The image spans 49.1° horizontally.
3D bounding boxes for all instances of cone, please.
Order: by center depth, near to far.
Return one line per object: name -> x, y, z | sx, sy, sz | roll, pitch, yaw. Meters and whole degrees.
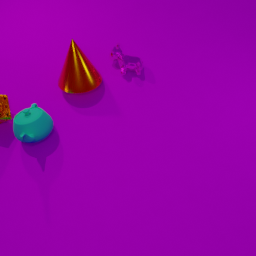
cone -> -1.587, -2.066, 8.611 | 1.445, 1.451, 1.445 | -2, 43, 2

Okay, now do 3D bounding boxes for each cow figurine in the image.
cow figurine -> -0.055, -2.336, 9.475 | 1.149, 0.631, 1.131 | 1, 61, -10

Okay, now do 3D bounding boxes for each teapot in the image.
teapot -> -2.758, -0.119, 7.982 | 1.132, 0.892, 1.821 | -11, 37, 1

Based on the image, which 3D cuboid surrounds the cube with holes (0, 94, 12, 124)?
cube with holes -> -4.004, -0.526, 8.144 | 0.758, 0.758, 0.758 | -15, 84, 29
